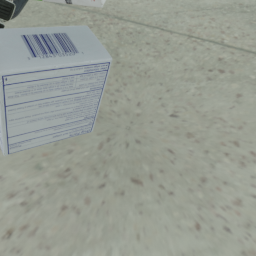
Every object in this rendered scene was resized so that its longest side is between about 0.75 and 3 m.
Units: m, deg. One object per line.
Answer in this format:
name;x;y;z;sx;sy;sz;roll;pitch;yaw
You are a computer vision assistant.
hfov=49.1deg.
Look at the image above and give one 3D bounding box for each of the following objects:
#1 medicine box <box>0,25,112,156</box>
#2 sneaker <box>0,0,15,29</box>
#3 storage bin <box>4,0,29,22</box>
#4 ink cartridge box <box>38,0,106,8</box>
medicine box;-0.897;-0.400;3.051;1.103;1.211;0.623;-16;58;-31
sneaker;-2.686;-1.722;4.336;1.102;2.734;1.141;16;31;-48
storage bin;-2.890;-3.386;5.466;2.100;1.938;2.886;-7;50;24
ink cartridge box;-1.160;-2.877;4.900;1.605;1.167;0.674;11;59;12
